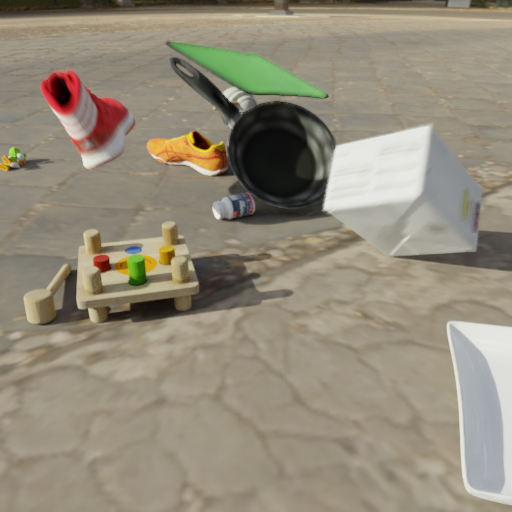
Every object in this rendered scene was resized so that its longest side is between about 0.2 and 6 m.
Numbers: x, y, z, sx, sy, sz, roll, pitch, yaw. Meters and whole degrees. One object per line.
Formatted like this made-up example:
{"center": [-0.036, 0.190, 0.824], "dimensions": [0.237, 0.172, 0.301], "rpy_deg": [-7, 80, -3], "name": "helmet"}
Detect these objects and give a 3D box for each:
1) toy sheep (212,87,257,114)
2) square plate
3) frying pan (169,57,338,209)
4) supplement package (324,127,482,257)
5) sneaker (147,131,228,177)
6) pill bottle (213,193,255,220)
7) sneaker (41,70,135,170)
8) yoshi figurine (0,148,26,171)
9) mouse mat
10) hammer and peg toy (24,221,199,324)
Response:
{"center": [-0.512, -4.124, 15.424], "dimensions": [1.084, 1.084, 1.572], "rpy_deg": [-18, 46, -30], "name": "toy sheep"}
{"center": [3.241, 1.614, 5.497], "dimensions": [2.530, 0.363, 2.555], "rpy_deg": [6, 29, 12], "name": "square plate"}
{"center": [-0.166, -2.051, 10.253], "dimensions": [3.571, 0.581, 2.160], "rpy_deg": [17, 70, -8], "name": "frying pan"}
{"center": [2.108, -0.801, 7.853], "dimensions": [1.419, 1.010, 1.822], "rpy_deg": [-4, -23, 42], "name": "supplement package"}
{"center": [-1.511, -2.406, 12.397], "dimensions": [2.227, 0.859, 0.813], "rpy_deg": [16, 33, 29], "name": "sneaker"}
{"center": [-0.406, -0.874, 10.029], "dimensions": [0.684, 0.409, 0.409], "rpy_deg": [-15, 32, -24], "name": "pill bottle"}
{"center": [-2.742, -2.543, 9.260], "dimensions": [0.960, 1.416, 2.451], "rpy_deg": [-25, 34, 0], "name": "sneaker"}
{"center": [-5.442, -2.188, 12.459], "dimensions": [0.429, 0.428, 0.764], "rpy_deg": [-1, 25, 12], "name": "yoshi figurine"}
{"center": [-0.107, -3.662, 11.110], "dimensions": [2.306, 0.108, 2.866], "rpy_deg": [39, 31, 27], "name": "mouse mat"}
{"center": [-1.987, 0.184, 7.680], "dimensions": [2.208, 0.779, 1.624], "rpy_deg": [-7, 29, -12], "name": "hammer and peg toy"}
